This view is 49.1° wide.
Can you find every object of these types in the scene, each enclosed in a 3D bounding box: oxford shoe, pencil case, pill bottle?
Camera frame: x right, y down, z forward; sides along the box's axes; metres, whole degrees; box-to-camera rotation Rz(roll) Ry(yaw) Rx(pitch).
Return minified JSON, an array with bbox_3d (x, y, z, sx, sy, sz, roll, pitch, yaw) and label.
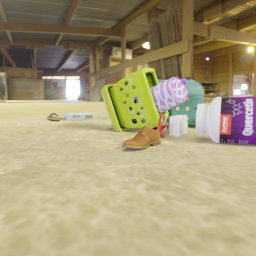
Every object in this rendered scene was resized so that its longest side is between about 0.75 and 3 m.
[{"bbox_3d":[0.362,0.247,7.580,0.576,0.575,1.614,6,11,32],"label":"oxford shoe"},{"bbox_3d":[1.002,-1.040,10.589,2.528,1.061,1.081,-19,16,41],"label":"pencil case"},{"bbox_3d":[3.241,-0.219,8.065,2.414,1.358,1.358,2,7,20],"label":"pill bottle"}]

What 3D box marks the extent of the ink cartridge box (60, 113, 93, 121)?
[{"bbox_3d":[-2.987,-0.699,15.950,1.405,0.415,1.755,-5,10,-35],"label":"ink cartridge box"}]

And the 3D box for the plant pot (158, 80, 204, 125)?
[{"bbox_3d":[2.446,-1.127,13.215,2.114,2.113,2.991,0,13,-4],"label":"plant pot"}]

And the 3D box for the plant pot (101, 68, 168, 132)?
[{"bbox_3d":[0.264,-1.036,11.046,1.946,2.134,2.145,-16,6,18],"label":"plant pot"}]

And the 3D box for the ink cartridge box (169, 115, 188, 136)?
[{"bbox_3d":[1.797,-0.103,9.900,0.395,0.685,0.938,3,7,29],"label":"ink cartridge box"}]

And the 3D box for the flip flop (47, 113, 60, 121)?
[{"bbox_3d":[-4.034,-0.602,15.204,0.562,0.399,1.386,-3,8,-26],"label":"flip flop"}]

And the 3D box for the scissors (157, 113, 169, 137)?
[{"bbox_3d":[0.903,0.235,8.868,0.142,0.744,2.035,-1,29,29],"label":"scissors"}]
